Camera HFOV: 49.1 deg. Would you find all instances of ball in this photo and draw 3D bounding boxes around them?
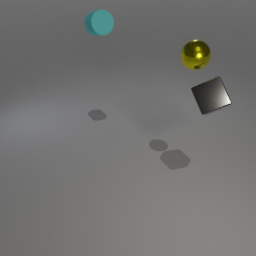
[{"bbox_3d":[1.581,-1.702,6.558,0.700,0.700,0.700,0,30,0],"label":"ball"}]

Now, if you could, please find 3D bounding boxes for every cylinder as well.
[{"bbox_3d":[-0.867,-3.113,8.311,0.700,0.700,0.700,-14,22,-22],"label":"cylinder"}]

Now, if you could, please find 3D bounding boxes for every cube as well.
[{"bbox_3d":[1.974,-0.739,6.681,0.700,0.700,0.700,-23,-5,15],"label":"cube"}]
